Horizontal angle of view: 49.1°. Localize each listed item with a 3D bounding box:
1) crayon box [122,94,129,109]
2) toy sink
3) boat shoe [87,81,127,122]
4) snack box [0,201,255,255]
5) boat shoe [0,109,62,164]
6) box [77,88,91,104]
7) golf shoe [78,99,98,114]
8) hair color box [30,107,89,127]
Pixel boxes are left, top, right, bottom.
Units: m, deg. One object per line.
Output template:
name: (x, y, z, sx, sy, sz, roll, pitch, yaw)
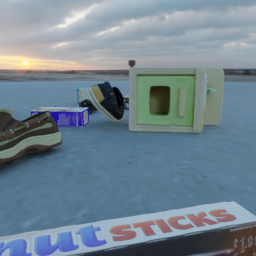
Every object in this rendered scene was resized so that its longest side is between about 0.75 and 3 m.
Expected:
crayon box: (0.203, -1.297, 13.680, 1.662, 0.561, 1.926, -8, 14, -40)
toy sink: (1.524, -0.896, 8.491, 2.885, 1.880, 1.616, 2, 12, 7)
boat shoe: (-0.490, -0.841, 9.132, 0.803, 0.963, 2.580, -33, -17, 7)
snack box: (-0.494, 1.020, 1.442, 2.597, 0.934, 0.316, -3, 13, -16)
boat shoe: (-2.401, 0.129, 5.373, 0.971, 0.973, 2.630, -10, 4, 25)
box: (-1.691, -1.753, 15.158, 2.093, 0.861, 0.515, -5, 13, -26)
golf shoe: (-1.797, -0.851, 11.677, 0.778, 0.640, 1.646, -8, 2, 15)
hair color box: (-2.233, -0.381, 9.292, 1.705, 0.553, 0.932, -1, 12, 6)
